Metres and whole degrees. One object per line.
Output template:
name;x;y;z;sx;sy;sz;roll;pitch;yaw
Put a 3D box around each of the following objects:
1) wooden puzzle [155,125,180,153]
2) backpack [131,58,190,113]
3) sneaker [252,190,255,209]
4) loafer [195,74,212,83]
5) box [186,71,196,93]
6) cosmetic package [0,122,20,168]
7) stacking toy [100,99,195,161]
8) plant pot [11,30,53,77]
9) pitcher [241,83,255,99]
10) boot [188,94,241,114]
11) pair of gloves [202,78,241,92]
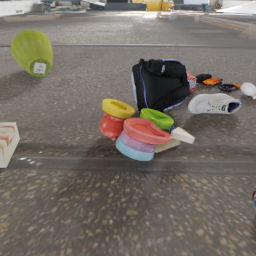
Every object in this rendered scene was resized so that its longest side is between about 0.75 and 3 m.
wooden puzzle;1.008;0.393;9.638;1.864;0.218;1.257;-13;35;-21
backpack;1.347;-1.755;11.586;2.276;2.390;1.841;-13;15;-21
sneaker;3.805;2.038;6.171;1.085;0.901;2.272;-28;31;-20
loafer;3.932;-2.661;14.970;1.335;0.453;0.469;-15;27;-35
box;2.655;-2.382;14.059;0.820;0.785;1.645;-8;30;-14
cosmetic package;-4.096;0.505;8.871;0.847;0.715;1.639;-3;29;-6
stacking toy;0.478;0.225;9.363;2.603;1.214;2.875;9;22;-29
plant pot;-5.201;-3.961;15.840;2.301;2.301;2.459;-13;44;-23
pitcher;5.899;-1.778;13.276;0.785;0.555;0.915;-9;39;-25
boot;3.592;-0.949;11.411;2.190;0.805;1.047;-15;26;-26
pair of gloves;4.797;-2.226;14.410;1.453;0.202;1.631;-19;37;-33
